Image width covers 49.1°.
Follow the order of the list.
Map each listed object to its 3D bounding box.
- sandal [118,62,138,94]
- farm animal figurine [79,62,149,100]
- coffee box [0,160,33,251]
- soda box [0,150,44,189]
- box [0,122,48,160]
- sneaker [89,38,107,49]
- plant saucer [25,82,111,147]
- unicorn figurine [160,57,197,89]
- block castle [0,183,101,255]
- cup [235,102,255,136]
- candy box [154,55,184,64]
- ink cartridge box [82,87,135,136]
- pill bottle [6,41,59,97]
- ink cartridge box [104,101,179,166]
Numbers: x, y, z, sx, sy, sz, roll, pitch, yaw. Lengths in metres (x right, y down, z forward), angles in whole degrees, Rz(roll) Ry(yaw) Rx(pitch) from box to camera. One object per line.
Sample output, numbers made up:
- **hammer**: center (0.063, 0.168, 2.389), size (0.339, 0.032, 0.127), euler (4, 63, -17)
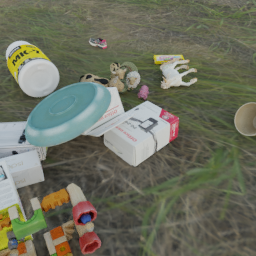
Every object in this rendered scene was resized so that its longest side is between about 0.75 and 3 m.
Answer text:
- **sandal**: center (-0.114, -2.460, 12.939), size (0.973, 0.699, 2.451), euler (5, 40, 10)
- **farm animal figurine**: center (-0.455, -1.824, 11.349), size (2.582, 1.299, 2.085), euler (-31, 62, -30)
- **coffee box**: center (-3.343, 2.024, 6.632), size (1.548, 1.545, 1.531), euler (-20, 43, -23)
- **soda box**: center (-3.654, 1.376, 8.136), size (2.209, 0.703, 0.752), euler (-15, 41, -17)
- **box**: center (-3.858, 0.449, 9.307), size (2.297, 0.690, 1.340), euler (-4, 39, -4)
- **sneaker**: center (-1.735, -5.055, 16.386), size (1.327, 0.495, 0.535), euler (26, 45, 29)
- **plant saucer**: center (-1.921, -0.586, 8.564), size (2.917, 0.400, 2.917), euler (-17, 36, 13)
- **unicorn figurine**: center (2.175, -2.422, 12.860), size (1.824, 0.981, 2.655), euler (-15, 26, -3)
- **block castle**: center (-1.908, 2.489, 5.915), size (2.605, 1.741, 1.222), euler (-19, 43, -21)
- **cup**: center (4.571, -0.267, 10.005), size (0.842, 1.177, 1.177), euler (8, 29, -38)
- **candy box**: center (2.168, -3.631, 14.831), size (1.547, 0.204, 0.791), euler (-1, 36, -2)
- **ink cartridge box**: center (-1.381, -0.633, 9.518), size (1.733, 0.998, 2.992), euler (-32, 24, -34)
- **pill bottle**: center (-4.379, -2.741, 12.528), size (1.692, 1.692, 2.961), euler (-22, 43, -25)
- **ink cartridge box**: center (0.446, 0.115, 9.556), size (2.146, 0.895, 1.558), euler (-31, 48, -33)
